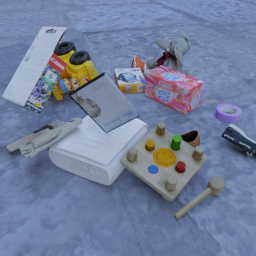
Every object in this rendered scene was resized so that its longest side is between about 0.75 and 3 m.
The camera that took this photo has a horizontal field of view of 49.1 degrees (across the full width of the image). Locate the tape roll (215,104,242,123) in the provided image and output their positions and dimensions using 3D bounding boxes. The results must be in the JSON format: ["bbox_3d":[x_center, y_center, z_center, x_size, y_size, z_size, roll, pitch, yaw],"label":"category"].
[{"bbox_3d":[4.051,-0.607,11.322,0.971,0.319,0.971,0,35,0],"label":"tape roll"}]

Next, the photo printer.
[{"bbox_3d":[-0.797,0.425,9.224,2.352,0.982,2.827,14,37,26],"label":"photo printer"}]

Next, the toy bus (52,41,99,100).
[{"bbox_3d":[-3.009,-2.239,12.468,2.794,1.975,2.910,-36,50,-22],"label":"toy bus"}]

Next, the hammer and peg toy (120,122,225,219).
[{"bbox_3d":[1.304,1.125,7.832,2.655,0.936,1.952,35,55,24],"label":"hammer and peg toy"}]

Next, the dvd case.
[{"bbox_3d":[-0.632,-0.633,7.807,1.213,1.700,0.149,-27,37,21],"label":"dvd case"}]

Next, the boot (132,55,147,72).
[{"bbox_3d":[0.611,-3.469,15.266,0.814,0.570,1.519,7,38,-5],"label":"boot"}]

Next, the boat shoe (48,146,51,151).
[{"bbox_3d":[-2.326,0.598,9.633,0.869,0.311,0.260,-16,38,-11],"label":"boat shoe"}]

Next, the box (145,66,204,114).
[{"bbox_3d":[1.921,-1.695,12.120,1.106,1.199,2.336,-30,46,-35],"label":"box"}]

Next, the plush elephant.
[{"bbox_3d":[2.138,-3.639,14.033,2.759,2.136,2.272,10,36,14],"label":"plush elephant"}]

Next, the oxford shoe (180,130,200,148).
[{"bbox_3d":[1.301,0.765,8.874,2.609,0.930,0.930,-28,46,-31],"label":"oxford shoe"}]

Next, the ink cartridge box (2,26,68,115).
[{"bbox_3d":[-2.903,-1.982,9.355,1.563,0.722,2.869,20,80,40],"label":"ink cartridge box"}]

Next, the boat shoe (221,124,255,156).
[{"bbox_3d":[4.007,0.623,9.387,0.556,0.697,1.845,-49,58,1],"label":"boat shoe"}]

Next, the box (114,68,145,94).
[{"bbox_3d":[0.078,-2.416,13.780,1.336,0.466,2.245,-6,37,-8],"label":"box"}]

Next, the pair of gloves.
[{"bbox_3d":[-2.751,0.314,9.211,2.085,0.430,2.452,-34,18,-33],"label":"pair of gloves"}]
